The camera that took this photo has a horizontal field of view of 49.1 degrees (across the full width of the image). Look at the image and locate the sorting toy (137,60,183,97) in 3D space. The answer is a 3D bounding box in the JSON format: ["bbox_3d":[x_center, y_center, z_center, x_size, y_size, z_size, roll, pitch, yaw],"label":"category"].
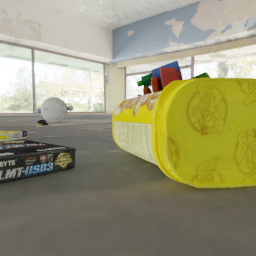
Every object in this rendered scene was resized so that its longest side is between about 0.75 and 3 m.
[{"bbox_3d":[0.982,-0.772,7.515,1.224,1.792,2.982,-17,-12,17],"label":"sorting toy"}]

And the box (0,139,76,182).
[{"bbox_3d":[-1.178,0.288,2.672,0.968,0.242,0.975,2,4,39],"label":"box"}]

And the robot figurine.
[{"bbox_3d":[-3.398,-0.848,12.991,1.722,1.146,2.030,-9,5,-9],"label":"robot figurine"}]

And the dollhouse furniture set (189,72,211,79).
[{"bbox_3d":[1.906,-0.584,9.578,2.414,1.211,1.581,-22,-37,8],"label":"dollhouse furniture set"}]

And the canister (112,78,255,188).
[{"bbox_3d":[0.656,-0.008,2.940,1.392,0.811,1.874,-1,3,-16],"label":"canister"}]

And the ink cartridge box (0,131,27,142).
[{"bbox_3d":[-2.428,0.147,5.249,0.828,0.195,0.818,2,4,-5],"label":"ink cartridge box"}]

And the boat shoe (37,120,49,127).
[{"bbox_3d":[-2.885,-0.159,9.501,0.291,0.243,0.779,-2,2,2],"label":"boat shoe"}]
